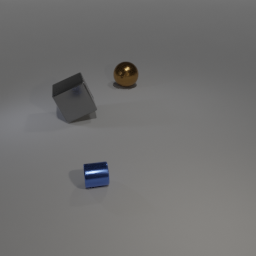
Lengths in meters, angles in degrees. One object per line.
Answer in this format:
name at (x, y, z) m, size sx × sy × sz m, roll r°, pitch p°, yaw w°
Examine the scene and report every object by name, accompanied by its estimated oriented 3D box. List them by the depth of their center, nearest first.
cylinder at (-0.937, 1.368, 8.254) m, size 0.700 × 0.700 × 0.700 m, roll -6°, pitch 29°, yaw -10°
cube at (-2.315, -1.321, 12.070) m, size 1.400 × 1.400 × 1.400 m, roll -25°, pitch 31°, yaw -1°
ball at (-0.113, -2.956, 15.458) m, size 1.400 × 1.400 × 1.400 m, roll 0°, pitch 28°, yaw 0°
